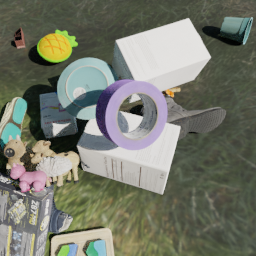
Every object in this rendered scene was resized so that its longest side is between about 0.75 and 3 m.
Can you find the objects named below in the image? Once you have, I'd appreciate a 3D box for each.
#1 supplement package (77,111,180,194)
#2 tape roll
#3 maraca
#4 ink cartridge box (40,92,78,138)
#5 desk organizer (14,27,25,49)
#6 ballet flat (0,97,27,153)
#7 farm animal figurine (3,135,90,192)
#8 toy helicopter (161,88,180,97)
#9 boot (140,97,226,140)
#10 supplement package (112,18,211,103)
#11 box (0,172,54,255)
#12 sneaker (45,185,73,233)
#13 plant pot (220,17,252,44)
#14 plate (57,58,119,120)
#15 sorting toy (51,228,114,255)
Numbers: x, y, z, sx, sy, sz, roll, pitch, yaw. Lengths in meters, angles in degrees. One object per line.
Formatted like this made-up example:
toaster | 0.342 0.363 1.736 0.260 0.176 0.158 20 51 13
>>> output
supplement package | 0.049 0.711 9.231 2.861 1.713 1.734 15 56 11
tape roll | 0.094 -0.353 7.224 1.752 1.752 0.744 -28 23 -18
maraca | -3.205 -3.756 12.783 1.440 1.124 2.101 36 54 -5
ink cartridge box | -2.671 -0.549 10.748 1.221 0.715 1.690 -10 56 -8
desk organizer | -5.314 -4.419 13.683 0.398 0.427 1.109 -13 56 -9
ballet flat | -4.439 -0.051 10.498 0.795 0.860 2.551 -17 47 24
farm animal figurine | -2.761 0.917 8.054 2.927 2.363 1.472 -5 83 32
toy helicopter | 1.611 -1.496 11.428 1.418 0.559 0.938 -14 16 -30
boot | 2.102 -0.628 10.687 2.919 1.019 1.921 -13 42 -22
supplement package | 0.982 -2.122 9.000 2.562 1.534 1.553 -21 76 -14
box | -3.209 2.579 7.512 2.087 2.589 0.636 16 18 12
sneaker | -2.206 2.443 8.633 1.122 0.590 1.552 -1 63 13
plant pot | 5.200 -4.807 13.562 1.211 1.236 1.236 21 57 23
plate | -1.238 -1.244 8.602 1.968 0.251 1.968 0 83 2
sorting toy | -1.263 3.892 7.811 1.810 0.357 1.955 -7 55 -5
